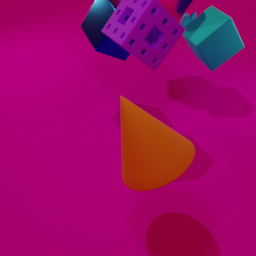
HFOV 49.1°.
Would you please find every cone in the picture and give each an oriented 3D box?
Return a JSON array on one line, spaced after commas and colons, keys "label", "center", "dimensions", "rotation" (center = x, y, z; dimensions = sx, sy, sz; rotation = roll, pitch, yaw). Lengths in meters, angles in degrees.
[{"label": "cone", "center": [0.218, 0.059, 4.987], "dimensions": [1.485, 1.491, 1.485], "rotation": [-25, 24, 12]}]

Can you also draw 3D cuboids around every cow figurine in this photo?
[{"label": "cow figurine", "center": [2.147, -3.600, 9.897], "dimensions": [0.940, 0.524, 0.955], "rotation": [-57, 33, -3]}]

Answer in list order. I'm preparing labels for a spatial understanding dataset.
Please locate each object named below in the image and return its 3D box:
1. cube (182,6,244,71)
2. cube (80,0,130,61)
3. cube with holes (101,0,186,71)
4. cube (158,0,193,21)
[{"label": "cube", "center": [2.707, -2.878, 9.051], "dimensions": [1.252, 1.252, 1.252], "rotation": [-38, 40, 13]}, {"label": "cube", "center": [-0.404, -2.856, 7.993], "dimensions": [1.195, 1.195, 1.195], "rotation": [5, 46, -47]}, {"label": "cube with holes", "center": [0.344, -2.326, 6.681], "dimensions": [1.182, 1.182, 1.182], "rotation": [27, 15, -40]}, {"label": "cube", "center": [1.334, -4.524, 9.010], "dimensions": [1.293, 1.293, 1.293], "rotation": [9, 60, -24]}]
